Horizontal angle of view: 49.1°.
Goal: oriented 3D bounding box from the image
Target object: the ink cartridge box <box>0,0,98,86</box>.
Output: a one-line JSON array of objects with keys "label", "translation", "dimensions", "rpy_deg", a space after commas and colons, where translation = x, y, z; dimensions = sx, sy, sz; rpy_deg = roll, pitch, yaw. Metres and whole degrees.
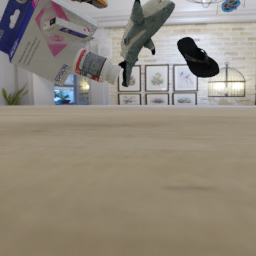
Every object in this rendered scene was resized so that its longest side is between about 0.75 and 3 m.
[{"label": "ink cartridge box", "translation": [-2.739, -2.923, 9.052], "dimensions": [2.633, 2.585, 0.570], "rpy_deg": [21, 35, -28]}]

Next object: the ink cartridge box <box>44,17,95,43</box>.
[{"label": "ink cartridge box", "translation": [-1.464, -2.455, 7.103], "dimensions": [0.567, 0.222, 1.198], "rpy_deg": [-2, -6, 44]}]

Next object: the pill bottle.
[{"label": "pill bottle", "translation": [-0.967, -1.911, 8.923], "dimensions": [1.378, 0.824, 0.824], "rpy_deg": [22, 6, -1]}]

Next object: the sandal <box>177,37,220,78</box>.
[{"label": "sandal", "translation": [2.604, -2.807, 10.896], "dimensions": [0.949, 2.497, 0.535], "rpy_deg": [-30, -36, -1]}]

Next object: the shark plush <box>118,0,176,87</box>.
[{"label": "shark plush", "translation": [0.419, -2.756, 9.007], "dimensions": [1.242, 2.981, 1.354], "rpy_deg": [20, 4, -5]}]

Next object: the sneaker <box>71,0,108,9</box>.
[{"label": "sneaker", "translation": [-1.605, -3.729, 7.137], "dimensions": [2.605, 1.019, 1.006], "rpy_deg": [15, -40, -43]}]

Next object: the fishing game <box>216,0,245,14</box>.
[{"label": "fishing game", "translation": [3.781, -4.574, 10.315], "dimensions": [1.023, 0.733, 0.159], "rpy_deg": [2, -24, 33]}]
